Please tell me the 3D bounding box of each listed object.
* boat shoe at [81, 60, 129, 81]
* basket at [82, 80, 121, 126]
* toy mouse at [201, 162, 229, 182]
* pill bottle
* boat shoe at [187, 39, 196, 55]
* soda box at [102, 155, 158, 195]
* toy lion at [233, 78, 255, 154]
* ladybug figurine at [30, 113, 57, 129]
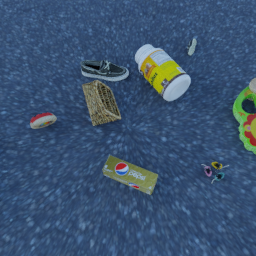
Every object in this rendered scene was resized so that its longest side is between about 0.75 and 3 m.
[{"bbox_3d":[-0.957,-2.384,11.381,1.971,0.627,0.697,4,60,2],"label":"boat shoe"},{"bbox_3d":[-0.974,-1.026,10.345,1.131,1.084,1.519,-14,62,-7],"label":"basket"},{"bbox_3d":[2.880,1.525,9.410,0.910,0.176,0.809,14,61,8],"label":"toy mouse"},{"bbox_3d":[1.274,-2.224,10.938,1.250,1.250,2.288,-30,64,-16],"label":"pill bottle"},{"bbox_3d":[2.751,-3.522,12.282,0.290,0.308,0.859,0,60,43],"label":"boat shoe"},{"bbox_3d":[0.073,1.536,9.183,1.741,0.557,0.590,21,63,11],"label":"soda box"},{"bbox_3d":[4.907,-0.261,10.162,2.434,0.872,2.539,-43,68,-13],"label":"toy lion"},{"bbox_3d":[-3.054,-0.288,10.013,1.075,0.729,0.387,-21,80,-56],"label":"ladybug figurine"}]
